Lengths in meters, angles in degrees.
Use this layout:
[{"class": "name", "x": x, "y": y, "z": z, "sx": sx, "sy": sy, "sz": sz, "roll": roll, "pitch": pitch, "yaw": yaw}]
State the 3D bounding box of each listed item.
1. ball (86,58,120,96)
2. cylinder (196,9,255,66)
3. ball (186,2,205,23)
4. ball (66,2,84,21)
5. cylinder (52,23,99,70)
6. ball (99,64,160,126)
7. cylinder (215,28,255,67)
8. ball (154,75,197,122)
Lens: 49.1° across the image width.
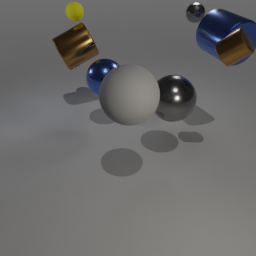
[{"class": "ball", "x": -0.827, "y": -1.826, "z": 10.253, "sx": 1.400, "sy": 1.400, "sz": 1.400, "roll": 0, "pitch": 30, "yaw": 0}, {"class": "cylinder", "x": 3.119, "y": -2.886, "z": 8.876, "sx": 1.400, "sy": 1.400, "sz": 1.400, "roll": -11, "pitch": 38, "yaw": -19}, {"class": "ball", "x": 2.476, "y": -4.225, "z": 10.277, "sx": 0.700, "sy": 0.700, "sz": 0.700, "roll": 0, "pitch": 30, "yaw": 0}, {"class": "ball", "x": -2.084, "y": -4.557, "z": 10.963, "sx": 0.700, "sy": 0.700, "sz": 0.700, "roll": 0, "pitch": 30, "yaw": 0}, {"class": "cylinder", "x": -2.107, "y": -3.296, "z": 11.363, "sx": 1.400, "sy": 1.400, "sz": 1.400, "roll": -30, "pitch": 34, "yaw": -2}, {"class": "ball", "x": 0.031, "y": -0.755, "z": 6.463, "sx": 1.400, "sy": 1.400, "sz": 1.400, "roll": 0, "pitch": 30, "yaw": 0}, {"class": "cylinder", "x": 2.691, "y": -2.023, "z": 7.061, "sx": 0.700, "sy": 0.700, "sz": 0.700, "roll": -28, "pitch": 10, "yaw": 39}, {"class": "ball", "x": 1.338, "y": -0.886, "z": 8.376, "sx": 1.400, "sy": 1.400, "sz": 1.400, "roll": 0, "pitch": 30, "yaw": 0}]
